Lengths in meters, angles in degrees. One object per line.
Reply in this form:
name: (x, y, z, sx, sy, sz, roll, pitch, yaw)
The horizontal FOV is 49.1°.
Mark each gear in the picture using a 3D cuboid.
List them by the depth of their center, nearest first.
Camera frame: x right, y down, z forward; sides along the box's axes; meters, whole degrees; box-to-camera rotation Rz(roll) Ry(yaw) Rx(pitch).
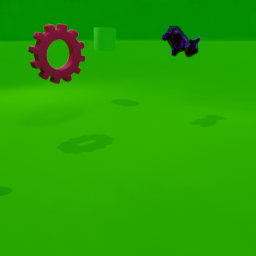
gear: (-1.957, -2.072, 7.886, 1.600, 1.600, 0.296, -16, 29, -38)

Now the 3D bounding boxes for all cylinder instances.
cylinder: (-1.013, -3.863, 12.262, 0.959, 0.959, 0.959, 2, 17, -1)

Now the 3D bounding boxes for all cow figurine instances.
cow figurine: (1.903, -3.068, 9.863, 0.762, 1.388, 1.366, -23, 21, 45)
